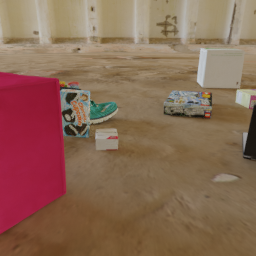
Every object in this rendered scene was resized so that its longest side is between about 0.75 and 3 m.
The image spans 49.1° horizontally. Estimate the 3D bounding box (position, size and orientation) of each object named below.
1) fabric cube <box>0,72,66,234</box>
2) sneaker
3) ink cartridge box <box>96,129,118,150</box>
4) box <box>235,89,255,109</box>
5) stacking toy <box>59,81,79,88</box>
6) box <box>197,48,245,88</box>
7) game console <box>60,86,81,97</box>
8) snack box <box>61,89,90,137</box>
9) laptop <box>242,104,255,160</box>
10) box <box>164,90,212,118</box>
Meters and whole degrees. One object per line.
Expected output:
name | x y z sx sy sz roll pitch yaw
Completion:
fabric cube | -2.766 0.323 4.733 2.382 2.336 2.374 10 21 30
sneaker | -1.587 -0.694 9.751 2.650 1.056 1.027 -7 20 -21
ink cartridge box | -0.601 0.309 7.857 0.610 0.350 0.840 -1 18 -6
box | 5.496 -1.280 12.193 1.085 0.596 1.233 -2 20 -6
stacking toy | -3.320 -2.162 15.408 1.240 0.524 1.122 -3 -7 -17
box | 5.343 -3.521 16.358 2.158 2.169 1.858 2 21 3
game console | -3.584 -1.575 13.174 2.207 0.387 2.496 3 23 9
snack box | -1.542 -0.420 8.267 0.817 1.406 0.261 4 23 0
laptop | 4.270 0.032 6.640 2.706 1.675 2.890 8 20 20
box | 2.550 -1.039 11.586 1.780 0.518 2.600 5 19 16
